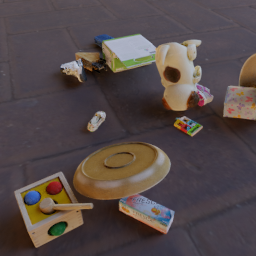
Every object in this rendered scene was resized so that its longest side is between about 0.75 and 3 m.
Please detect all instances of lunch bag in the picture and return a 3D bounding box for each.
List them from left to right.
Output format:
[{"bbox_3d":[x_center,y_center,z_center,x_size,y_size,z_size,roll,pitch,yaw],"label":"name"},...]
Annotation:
[{"bbox_3d":[4.395,-1.059,10.779,1.217,0.913,1.435,7,49,22],"label":"lunch bag"}]

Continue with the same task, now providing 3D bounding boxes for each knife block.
[{"bbox_3d":[-1.776,-3.066,13.361,1.590,0.509,1.396,1,40,0],"label":"knife block"}]

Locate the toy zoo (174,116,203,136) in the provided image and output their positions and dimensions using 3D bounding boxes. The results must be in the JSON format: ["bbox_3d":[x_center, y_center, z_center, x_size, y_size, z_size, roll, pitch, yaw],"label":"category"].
[{"bbox_3d":[2.169,-0.114,10.367,0.987,0.101,0.648,34,52,32],"label":"toy zoo"}]

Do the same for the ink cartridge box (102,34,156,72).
[{"bbox_3d":[0.248,-3.268,13.169,2.085,1.069,2.821,-17,45,-18],"label":"ink cartridge box"}]

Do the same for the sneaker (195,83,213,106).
[{"bbox_3d":[2.998,-1.449,11.574,0.635,0.585,1.439,-8,47,-17],"label":"sneaker"}]

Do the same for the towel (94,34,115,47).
[{"bbox_3d":[-0.984,-4.608,15.163,0.980,0.426,1.755,-31,50,-31],"label":"towel"}]

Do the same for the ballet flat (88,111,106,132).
[{"bbox_3d":[-1.135,-0.336,10.410,0.451,0.381,1.192,12,43,12],"label":"ballet flat"}]

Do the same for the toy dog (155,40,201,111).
[{"bbox_3d":[1.994,-1.933,10.690,1.785,2.558,2.480,-7,11,20],"label":"toy dog"}]

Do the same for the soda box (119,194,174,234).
[{"bbox_3d":[0.476,2.206,7.466,1.440,0.493,0.458,21,46,22],"label":"soda box"}]

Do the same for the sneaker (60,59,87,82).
[{"bbox_3d":[-2.501,-2.494,12.733,1.077,0.707,1.872,-16,36,-4],"label":"sneaker"}]

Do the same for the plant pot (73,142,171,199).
[{"bbox_3d":[-0.213,0.995,7.682,2.713,0.373,2.713,-11,21,4],"label":"plant pot"}]

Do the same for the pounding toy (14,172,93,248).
[{"bbox_3d":[-1.869,2.027,7.148,1.538,1.188,1.671,-22,46,-22],"label":"pounding toy"}]

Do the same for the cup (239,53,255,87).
[{"bbox_3d":[5.694,-1.727,10.516,1.720,2.405,2.405,-12,43,-18],"label":"cup"}]
